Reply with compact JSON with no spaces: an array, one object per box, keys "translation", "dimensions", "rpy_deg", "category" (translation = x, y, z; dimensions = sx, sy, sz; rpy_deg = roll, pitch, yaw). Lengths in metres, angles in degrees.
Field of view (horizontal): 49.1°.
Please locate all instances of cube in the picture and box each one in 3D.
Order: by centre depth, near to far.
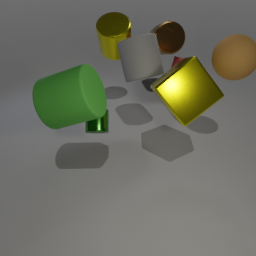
[{"translation":[1.658,-1.096,8.222],"dimensions":[1.400,1.400,1.400],"rpy_deg":[-38,9,7],"category":"cube"},{"translation":[2.529,-2.923,13.194],"dimensions":[0.700,0.700,0.700],"rpy_deg":[9,18,-20],"category":"cube"}]

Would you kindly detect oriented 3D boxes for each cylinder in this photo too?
[{"translation":[-1.467,-0.791,7.255],"dimensions":[1.400,1.400,1.400],"rpy_deg":[-14,27,18],"category":"cylinder"},{"translation":[-0.931,-0.205,8.429],"dimensions":[0.700,0.700,0.700],"rpy_deg":[0,-5,0],"category":"cylinder"},{"translation":[0.448,-2.448,9.906],"dimensions":[1.400,1.400,1.400],"rpy_deg":[-13,9,2],"category":"cylinder"},{"translation":[-0.554,-3.817,11.715],"dimensions":[1.400,1.400,1.400],"rpy_deg":[-1,64,2],"category":"cylinder"},{"translation":[1.753,-4.126,12.960],"dimensions":[1.400,1.400,1.400],"rpy_deg":[-5,14,-9],"category":"cylinder"}]

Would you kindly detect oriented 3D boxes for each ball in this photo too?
[{"translation":[3.334,-2.189,8.727],"dimensions":[1.400,1.400,1.400],"rpy_deg":[0,31,0],"category":"ball"}]
